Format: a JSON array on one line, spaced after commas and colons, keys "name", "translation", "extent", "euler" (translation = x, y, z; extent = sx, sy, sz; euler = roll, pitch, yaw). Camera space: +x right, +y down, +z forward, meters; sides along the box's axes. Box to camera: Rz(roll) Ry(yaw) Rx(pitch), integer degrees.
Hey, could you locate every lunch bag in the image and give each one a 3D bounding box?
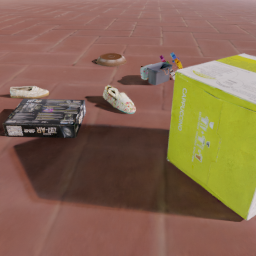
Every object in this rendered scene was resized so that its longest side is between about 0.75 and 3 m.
[{"name": "lunch bag", "translation": [0.983, -2.655, 13.339], "extent": [0.786, 0.630, 0.303], "euler": [-25, 34, -25]}]

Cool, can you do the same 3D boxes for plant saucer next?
[{"name": "plant saucer", "translation": [-0.934, -3.849, 15.589], "extent": [1.724, 0.315, 1.724], "euler": [-1, 31, 0]}]

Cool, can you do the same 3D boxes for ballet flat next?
[{"name": "ballet flat", "translation": [-0.398, -1.156, 10.877], "extent": [0.718, 0.607, 1.899], "euler": [-21, 38, -33]}]

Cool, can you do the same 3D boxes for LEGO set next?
[{"name": "LEGO set", "translation": [2.324, -3.027, 13.929], "extent": [0.790, 0.849, 2.070], "euler": [-29, 36, 11]}]

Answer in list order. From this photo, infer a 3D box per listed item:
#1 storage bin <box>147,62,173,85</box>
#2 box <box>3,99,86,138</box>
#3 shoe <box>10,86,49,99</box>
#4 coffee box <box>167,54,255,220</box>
[{"name": "storage bin", "translation": [1.473, -2.463, 12.850], "extent": [1.165, 0.783, 0.848], "euler": [-25, 39, -33]}, {"name": "box", "translation": [-2.775, -0.386, 9.690], "extent": [2.338, 0.509, 1.873], "euler": [1, 31, 2]}, {"name": "shoe", "translation": [-4.095, -1.500, 11.611], "extent": [1.574, 0.420, 0.550], "euler": [-2, 31, -4]}, {"name": "coffee box", "translation": [2.897, -0.034, 6.960], "extent": [2.698, 2.724, 2.728], "euler": [-19, 36, -28]}]
